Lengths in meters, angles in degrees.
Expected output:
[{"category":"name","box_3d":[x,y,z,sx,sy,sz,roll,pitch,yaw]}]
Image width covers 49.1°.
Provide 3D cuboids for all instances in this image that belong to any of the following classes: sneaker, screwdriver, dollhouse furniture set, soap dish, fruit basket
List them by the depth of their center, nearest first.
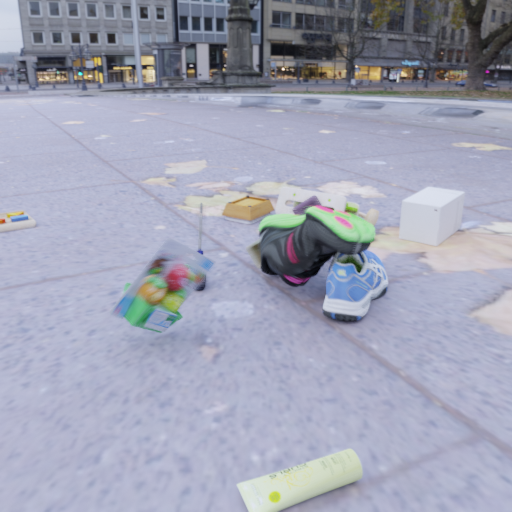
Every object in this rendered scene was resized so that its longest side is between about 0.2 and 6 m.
[{"category":"fruit basket","box_3d":[-1.290,0.475,8.127,0.638,1.361,1.260,47,8,31]},{"category":"sneaker","box_3d":[0.974,-0.092,9.681,1.209,1.320,3.152,12,-7,-21]},{"category":"sneaker","box_3d":[1.824,0.283,9.866,0.929,0.945,2.454,5,19,18]},{"category":"screwdriver","box_3d":[-1.071,-0.215,10.845,0.299,0.312,2.145,-14,46,15]},{"category":"dollhouse furniture set","box_3d":[0.909,-0.123,10.962,1.848,1.464,1.312,-32,7,-4]},{"category":"soap dish","box_3d":[-0.197,-1.205,14.415,0.896,0.462,1.138,13,24,31]}]

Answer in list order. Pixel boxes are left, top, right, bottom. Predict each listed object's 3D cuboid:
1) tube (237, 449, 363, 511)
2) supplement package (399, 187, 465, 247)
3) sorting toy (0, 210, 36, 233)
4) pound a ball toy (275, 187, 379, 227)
[{"category":"tube","box_3d":[0.462,2.274,5.620,1.238,0.321,0.359,-12,-15,-17]},{"category":"supplement package","box_3d":[4.108,-0.955,13.082,0.941,0.952,1.571,15,26,34]},{"category":"sorting toy","box_3d":[-6.439,-0.846,13.763,1.747,0.257,1.291,-12,24,-30]},{"category":"pound a ball toy","box_3d":[1.707,-0.963,13.545,2.117,0.899,1.381,15,0,34]}]
